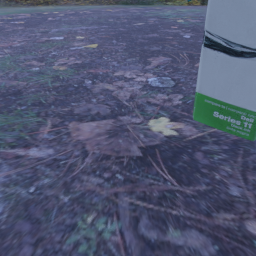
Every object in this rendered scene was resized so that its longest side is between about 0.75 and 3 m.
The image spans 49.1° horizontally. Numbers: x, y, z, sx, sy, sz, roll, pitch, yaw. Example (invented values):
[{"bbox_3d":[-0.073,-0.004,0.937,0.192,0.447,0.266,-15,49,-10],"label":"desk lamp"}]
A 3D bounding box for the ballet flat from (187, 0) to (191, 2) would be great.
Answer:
[{"bbox_3d":[2.395,-4.714,9.766,0.803,0.289,0.289,-20,21,24],"label":"ballet flat"}]

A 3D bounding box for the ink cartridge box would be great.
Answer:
[{"bbox_3d":[2.032,-1.524,4.257,1.163,2.799,2.052,24,55,25],"label":"ink cartridge box"}]
